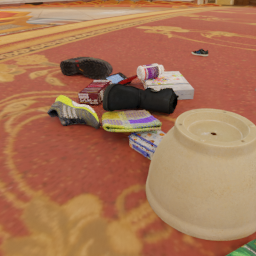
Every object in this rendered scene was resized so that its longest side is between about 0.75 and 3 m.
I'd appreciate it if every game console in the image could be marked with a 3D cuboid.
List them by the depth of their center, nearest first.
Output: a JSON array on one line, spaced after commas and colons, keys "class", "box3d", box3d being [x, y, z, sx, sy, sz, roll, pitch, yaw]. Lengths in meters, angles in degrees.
[{"class": "game console", "box3d": [-0.340, -2.227, 12.250, 1.326, 0.787, 1.142, -26, 60, -40]}]

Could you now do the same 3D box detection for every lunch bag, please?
[{"class": "lunch bag", "box3d": [0.665, 0.429, 7.921, 0.989, 0.466, 1.234, -25, 36, -34]}]

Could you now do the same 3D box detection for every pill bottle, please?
[{"class": "pill bottle", "box3d": [0.959, -2.389, 11.868, 1.076, 0.605, 0.605, -13, 32, -20]}]

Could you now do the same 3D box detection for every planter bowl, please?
[{"class": "planter bowl", "box3d": [1.758, 0.709, 6.024, 2.709, 1.823, 2.709, 0, 30, 0]}]

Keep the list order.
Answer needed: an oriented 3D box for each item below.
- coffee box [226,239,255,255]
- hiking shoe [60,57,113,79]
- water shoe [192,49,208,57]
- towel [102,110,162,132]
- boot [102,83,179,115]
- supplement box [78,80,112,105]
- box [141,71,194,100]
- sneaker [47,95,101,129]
[{"class": "coffee box", "box3d": [2.019, 2.361, 4.651, 1.152, 0.253, 0.708, -14, 32, -23]}, {"class": "hiking shoe", "box3d": [-1.895, -3.108, 13.647, 2.721, 1.031, 1.370, 10, 34, 18]}, {"class": "water shoe", "box3d": [4.395, -4.633, 17.012, 1.068, 0.421, 0.382, 20, 35, 31]}, {"class": "towel", "box3d": [0.029, -0.251, 8.699, 1.708, 0.271, 2.378, -2, 12, -4]}, {"class": "boot", "box3d": [0.536, -0.990, 9.683, 2.075, 0.943, 2.470, 11, 15, 23]}, {"class": "supplement box", "box3d": [-1.258, -1.449, 11.178, 0.855, 0.479, 1.572, 3, 28, 19]}, {"class": "box", "box3d": [1.612, -1.838, 11.970, 1.784, 0.471, 2.288, -3, 28, -5]}, {"class": "sneaker", "box3d": [-1.767, -0.359, 9.214, 2.081, 0.769, 0.842, 22, 58, 29]}]
